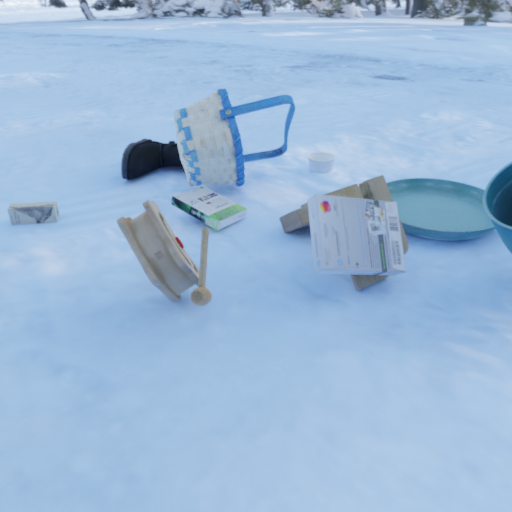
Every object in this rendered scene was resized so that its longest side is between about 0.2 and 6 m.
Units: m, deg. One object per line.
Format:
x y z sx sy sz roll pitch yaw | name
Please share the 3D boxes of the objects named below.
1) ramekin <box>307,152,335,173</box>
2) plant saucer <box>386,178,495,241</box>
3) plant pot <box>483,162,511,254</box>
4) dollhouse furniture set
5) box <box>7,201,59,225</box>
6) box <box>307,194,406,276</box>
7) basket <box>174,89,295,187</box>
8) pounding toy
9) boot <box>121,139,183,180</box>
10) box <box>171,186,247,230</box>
1.646 -2.352 14.167 0.698 0.340 0.698 -1 29 0 | ramekin
3.751 -0.964 11.635 2.743 0.376 2.743 0 30 0 | plant saucer
4.750 -0.491 8.870 1.808 1.699 1.808 -23 38 19 | plant pot
1.687 -0.334 10.474 1.952 1.672 2.053 -21 0 -31 | dollhouse furniture set
-4.550 -0.879 11.473 0.932 0.383 0.319 -6 30 -7 | box
1.623 -0.316 8.995 1.578 1.230 0.325 2 -15 -27 | box
-0.466 -2.636 12.396 2.564 2.260 1.783 -9 70 -7 | basket
-1.150 -0.064 8.645 1.161 1.157 2.024 -33 74 1 | pounding toy
-1.861 -2.332 13.792 2.433 0.799 2.005 8 32 6 | boot
-0.963 -1.004 11.518 1.290 0.234 0.931 29 36 27 | box
